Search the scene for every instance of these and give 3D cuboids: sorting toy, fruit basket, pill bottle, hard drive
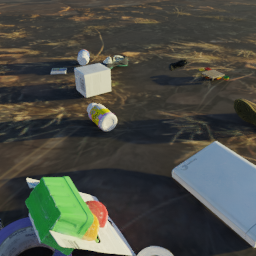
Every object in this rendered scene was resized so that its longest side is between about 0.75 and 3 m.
[{"bbox_3d":[4.216,-2.636,14.042,0.780,0.274,1.617,-17,37,-24],"label":"sorting toy"},{"bbox_3d":[-1.015,1.919,5.892,0.999,2.131,1.973,-50,45,1],"label":"fruit basket"},{"bbox_3d":[-2.506,-3.930,15.723,0.643,0.643,1.147,-2,34,-4],"label":"pill bottle"},{"bbox_3d":[-1.005,-0.451,10.270,0.686,0.686,1.315,-19,36,-27],"label":"pill bottle"},{"bbox_3d":[2.707,1.499,7.263,1.787,0.361,2.709,-29,41,-21],"label":"hard drive"}]

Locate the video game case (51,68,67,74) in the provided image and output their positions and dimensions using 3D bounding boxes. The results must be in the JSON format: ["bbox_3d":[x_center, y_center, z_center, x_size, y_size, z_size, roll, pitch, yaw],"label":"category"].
[{"bbox_3d":[-3.654,-3.009,14.803,0.767,0.085,0.699,-4,33,-4],"label":"video game case"}]

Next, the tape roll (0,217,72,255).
[{"bbox_3d":[-1.929,2.603,5.506,1.621,0.689,1.621,0,33,0],"label":"tape roll"}]

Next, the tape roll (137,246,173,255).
[{"bbox_3d":[0.558,2.816,5.656,0.884,0.161,0.884,0,32,0],"label":"tape roll"}]

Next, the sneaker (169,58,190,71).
[{"bbox_3d":[2.487,-3.100,13.568,0.620,0.357,1.189,-16,10,43],"label":"sneaker"}]

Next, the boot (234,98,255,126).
[{"bbox_3d":[5.411,-0.725,10.745,2.117,0.700,1.854,-20,51,-26],"label":"boot"}]

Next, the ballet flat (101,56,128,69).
[{"bbox_3d":[-0.830,-3.604,15.237,1.813,0.662,0.662,-16,36,-23],"label":"ballet flat"}]

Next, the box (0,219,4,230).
[{"bbox_3d":[-3.477,2.693,5.493,0.829,0.552,2.202,9,33,13],"label":"box"}]

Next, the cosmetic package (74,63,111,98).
[{"bbox_3d":[-1.567,-2.163,12.563,1.299,1.070,1.071,-18,36,-27],"label":"cosmetic package"}]
